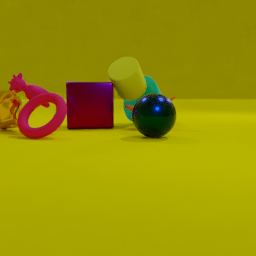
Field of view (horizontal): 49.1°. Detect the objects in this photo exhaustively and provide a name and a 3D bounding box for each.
[{"bbox_3d":[-2.307,-0.885,6.630,0.909,0.499,0.894,19,-15,35],"label":"cow figurine"},{"bbox_3d":[-3.224,-0.430,6.898,1.173,0.982,1.630,-11,2,-41],"label":"monkey head"},{"bbox_3d":[-1.818,-0.279,5.923,1.132,1.132,0.226,2,-31,21],"label":"ring"},{"bbox_3d":[0.569,-0.398,7.303,1.405,0.847,1.011,-8,10,21],"label":"monkey head"},{"bbox_3d":[-1.066,-0.643,7.855,1.229,1.229,1.229,-1,6,-9],"label":"cube"},{"bbox_3d":[-0.007,-1.394,7.985,0.899,0.899,0.899,3,-31,23],"label":"cylinder"},{"bbox_3d":[0.875,-0.761,9.028,1.467,1.462,1.462,13,-4,-42],"label":"cone"},{"bbox_3d":[0.542,-0.256,5.830,0.925,0.925,0.925,0,6,0],"label":"ball"}]
